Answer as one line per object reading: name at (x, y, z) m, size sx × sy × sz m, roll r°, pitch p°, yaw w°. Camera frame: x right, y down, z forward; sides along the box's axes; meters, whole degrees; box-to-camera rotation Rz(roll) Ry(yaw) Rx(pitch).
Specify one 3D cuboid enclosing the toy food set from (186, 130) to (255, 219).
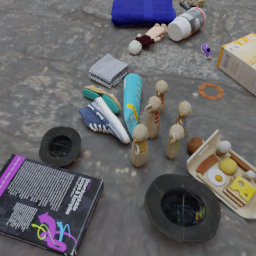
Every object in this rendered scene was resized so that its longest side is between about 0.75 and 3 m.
toy food set at (2.834, 1.166, 7.504) m, size 2.145 × 0.648 × 1.539 m, roll 41°, pitch 60°, yaw 19°

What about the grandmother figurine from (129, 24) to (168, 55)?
grandmother figurine at (0.828, -3.767, 11.938) m, size 2.098 × 0.635 × 1.272 m, roll -41°, pitch 33°, yaw -26°

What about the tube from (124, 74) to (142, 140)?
tube at (0.111, -0.782, 9.195) m, size 0.649 × 0.998 × 2.577 m, roll -13°, pitch 44°, yaw 17°

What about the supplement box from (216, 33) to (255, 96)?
supplement box at (4.903, -2.242, 10.313) m, size 1.720 × 1.004 × 2.730 m, roll -27°, pitch 55°, yaw -20°

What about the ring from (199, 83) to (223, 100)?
ring at (3.028, -1.351, 10.177) m, size 0.865 × 0.083 × 0.865 m, roll 0°, pitch 50°, yaw 0°

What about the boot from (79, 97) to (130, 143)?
boot at (-0.758, -0.073, 8.800) m, size 0.895 × 0.721 × 1.981 m, roll -34°, pitch 55°, yaw -6°

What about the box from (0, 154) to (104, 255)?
box at (-2.237, 1.892, 7.143) m, size 2.775 × 0.501 × 1.984 m, roll 13°, pitch 52°, yaw 12°

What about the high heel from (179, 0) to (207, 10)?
high heel at (3.336, -6.566, 14.339) m, size 1.331 × 0.475 × 0.949 m, roll -25°, pitch 60°, yaw -9°

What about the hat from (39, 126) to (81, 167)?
hat at (-1.931, 0.613, 8.211) m, size 1.321 × 0.533 × 1.321 m, roll -2°, pitch 59°, yaw 3°

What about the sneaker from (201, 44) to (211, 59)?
sneaker at (3.302, -3.244, 11.598) m, size 0.363 × 0.375 × 0.899 m, roll -4°, pitch 49°, yaw -4°

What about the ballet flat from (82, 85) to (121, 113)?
ballet flat at (-0.810, -1.068, 9.641) m, size 1.707 × 0.586 × 0.538 m, roll 31°, pitch 43°, yaw 23°

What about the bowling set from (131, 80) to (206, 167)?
bowling set at (1.374, -0.126, 8.149) m, size 2.034 × 1.569 × 2.922 m, roll 12°, pitch 51°, yaw 11°

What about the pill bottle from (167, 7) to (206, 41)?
pill bottle at (2.567, -4.546, 12.329) m, size 0.962 × 0.962 × 1.690 m, roll 36°, pitch 59°, yaw 26°

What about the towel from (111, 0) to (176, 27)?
towel at (0.724, -5.468, 13.343) m, size 2.991 × 0.741 × 2.208 m, roll 1°, pitch 43°, yaw 1°

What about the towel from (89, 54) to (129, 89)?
towel at (-0.697, -2.173, 10.562) m, size 1.079 × 0.558 × 1.303 m, roll 27°, pitch 55°, yaw 20°

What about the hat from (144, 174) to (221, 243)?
hat at (1.254, 2.021, 6.872) m, size 1.885 × 0.761 × 1.885 m, roll 7°, pitch 52°, yaw -9°
